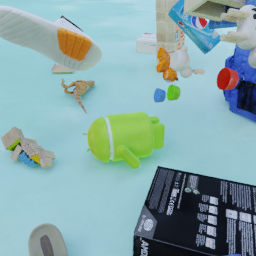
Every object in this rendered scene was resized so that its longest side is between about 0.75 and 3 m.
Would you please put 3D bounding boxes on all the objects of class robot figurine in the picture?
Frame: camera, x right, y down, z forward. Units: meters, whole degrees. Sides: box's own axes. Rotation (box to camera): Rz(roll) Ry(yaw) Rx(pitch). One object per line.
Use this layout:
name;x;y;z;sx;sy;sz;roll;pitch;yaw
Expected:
robot figurine;-0.107;0.214;6.999;1.984;1.148;1.741;-7;31;-12

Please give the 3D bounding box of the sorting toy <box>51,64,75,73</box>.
sorting toy;-2.858;-2.635;12.500;0.993;0.181;0.919;3;32;-4

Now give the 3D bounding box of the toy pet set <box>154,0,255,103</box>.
toy pet set;1.731;-1.704;5.317;1.403;2.466;2.641;4;1;-19

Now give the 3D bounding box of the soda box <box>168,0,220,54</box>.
soda box;2.010;-3.060;8.425;0.547;1.704;0.578;-45;4;1

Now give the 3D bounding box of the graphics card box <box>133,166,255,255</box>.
graphics card box;1.710;1.737;4.930;2.938;0.747;1.843;10;34;13

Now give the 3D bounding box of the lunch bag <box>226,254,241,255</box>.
lunch bag;0.454;2.580;3.456;2.181;1.026;1.642;-3;32;7

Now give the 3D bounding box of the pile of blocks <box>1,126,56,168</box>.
pile of blocks;-2.481;0.614;7.094;1.695;0.696;0.527;30;-1;26

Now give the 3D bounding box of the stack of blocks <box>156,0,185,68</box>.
stack of blocks;1.897;-4.152;12.252;0.858;2.930;1.687;9;33;22

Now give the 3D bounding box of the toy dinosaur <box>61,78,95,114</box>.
toy dinosaur;-1.769;-1.381;9.999;1.209;0.687;2.276;6;33;7

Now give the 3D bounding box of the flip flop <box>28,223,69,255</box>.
flip flop;-1.040;2.202;4.199;0.735;0.521;1.811;-15;52;-26

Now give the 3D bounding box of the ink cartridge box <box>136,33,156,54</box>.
ink cartridge box;1.207;-4.575;15.096;1.152;0.669;1.597;11;34;17

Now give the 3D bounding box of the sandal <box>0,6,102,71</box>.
sandal;-1.958;-2.471;7.223;3.076;1.178;0.881;17;49;-43

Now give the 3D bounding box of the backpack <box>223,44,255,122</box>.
backpack;4.135;-1.785;8.807;2.070;2.547;2.137;-22;34;-28
